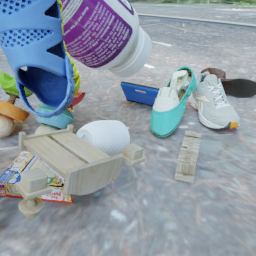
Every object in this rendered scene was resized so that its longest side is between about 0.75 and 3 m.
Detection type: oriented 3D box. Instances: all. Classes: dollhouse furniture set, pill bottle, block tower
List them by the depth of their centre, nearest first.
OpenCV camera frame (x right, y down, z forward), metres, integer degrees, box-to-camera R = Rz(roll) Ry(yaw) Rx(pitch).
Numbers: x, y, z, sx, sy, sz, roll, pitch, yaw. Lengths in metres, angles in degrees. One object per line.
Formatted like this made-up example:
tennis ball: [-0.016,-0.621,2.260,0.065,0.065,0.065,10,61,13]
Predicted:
dollhouse furniture set: [-1.604,0.800,5.232,2.900,1.416,2.473,-10,29,-44]
pill bottle: [-0.828,-2.254,5.876,1.684,1.684,2.999,31,3,44]
block tower: [1.349,0.577,6.176,0.396,0.424,1.465,8,31,15]

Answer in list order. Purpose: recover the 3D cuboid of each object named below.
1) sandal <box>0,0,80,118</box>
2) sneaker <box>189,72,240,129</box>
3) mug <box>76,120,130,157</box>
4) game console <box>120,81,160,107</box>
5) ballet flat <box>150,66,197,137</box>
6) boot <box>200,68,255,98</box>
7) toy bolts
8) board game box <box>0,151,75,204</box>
sandal: [-0.789,-0.693,2.316,0.632,1.591,0.692,-14,43,6]
sneaker: [2.421,-0.868,8.049,0.945,1.149,2.497,-5,30,-10]
mug: [-0.688,0.329,6.070,1.004,1.145,0.845,-1,61,-53]
game console: [0.693,-1.193,8.970,1.486,1.269,0.880,16,63,27]
ballet flat: [1.205,-0.896,7.724,0.880,0.920,2.614,4,42,32]
boot: [3.674,-1.770,10.336,1.911,0.659,2.050,7,25,9]
toy bolts: [-2.207,-0.290,7.301,2.381,1.652,2.275,9,-12,36]
board game box: [-1.662,0.932,5.588,1.461,0.338,1.107,4,29,8]
